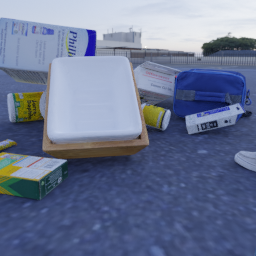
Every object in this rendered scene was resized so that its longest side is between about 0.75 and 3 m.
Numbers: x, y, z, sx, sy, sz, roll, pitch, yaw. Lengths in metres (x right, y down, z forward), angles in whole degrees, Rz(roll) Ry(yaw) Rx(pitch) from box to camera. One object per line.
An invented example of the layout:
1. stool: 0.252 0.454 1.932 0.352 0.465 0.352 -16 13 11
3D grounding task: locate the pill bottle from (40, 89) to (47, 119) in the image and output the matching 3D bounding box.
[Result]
1. pill bottle: -1.609 -0.648 9.311 2.576 1.473 1.473 12 19 38

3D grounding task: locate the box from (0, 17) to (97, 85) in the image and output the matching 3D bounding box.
1. box: -2.599 -2.367 9.539 2.885 1.514 2.653 5 -1 -10

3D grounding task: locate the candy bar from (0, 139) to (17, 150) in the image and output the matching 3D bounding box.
1. candy bar: -3.524 0.566 7.321 0.373 0.166 1.497 9 17 18

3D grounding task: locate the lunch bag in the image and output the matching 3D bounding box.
1. lunch bag: 3.154 -1.192 10.519 2.782 1.890 1.840 8 18 23

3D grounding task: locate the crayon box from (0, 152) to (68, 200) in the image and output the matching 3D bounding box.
1. crayon box: -2.154 0.907 5.573 1.617 0.417 1.017 5 16 17

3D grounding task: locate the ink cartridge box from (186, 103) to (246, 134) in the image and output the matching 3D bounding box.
1. ink cartridge box: 2.793 -0.303 9.036 1.820 0.357 0.905 -14 20 16

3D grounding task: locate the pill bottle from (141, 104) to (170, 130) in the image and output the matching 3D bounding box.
1. pill bottle: 0.739 -0.419 9.412 1.254 0.702 0.702 17 20 17

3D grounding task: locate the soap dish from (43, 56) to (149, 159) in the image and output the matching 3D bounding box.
1. soap dish: -0.878 -0.554 7.252 2.347 1.211 2.983 -3 51 -8

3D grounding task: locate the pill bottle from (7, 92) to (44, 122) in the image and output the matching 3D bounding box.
1. pill bottle: -3.529 -0.836 10.747 1.933 1.090 1.090 -7 17 -27

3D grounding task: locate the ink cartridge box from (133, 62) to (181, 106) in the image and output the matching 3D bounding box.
1. ink cartridge box: 0.812 -1.723 11.769 1.663 0.964 2.855 9 -12 -21

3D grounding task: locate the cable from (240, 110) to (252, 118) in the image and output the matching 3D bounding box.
1. cable: 4.578 -0.607 11.586 1.118 0.284 0.912 12 13 40

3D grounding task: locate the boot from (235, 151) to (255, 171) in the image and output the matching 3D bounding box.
1. boot: 3.139 0.571 6.036 0.630 0.819 1.714 -11 19 -36

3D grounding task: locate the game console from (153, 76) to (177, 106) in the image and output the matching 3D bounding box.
1. game console: 2.443 -1.855 14.321 1.755 2.549 2.957 38 12 -9

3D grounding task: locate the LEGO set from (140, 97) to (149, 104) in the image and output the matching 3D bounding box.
1. LEGO set: -0.211 -0.924 11.027 1.467 1.105 1.908 10 18 32
